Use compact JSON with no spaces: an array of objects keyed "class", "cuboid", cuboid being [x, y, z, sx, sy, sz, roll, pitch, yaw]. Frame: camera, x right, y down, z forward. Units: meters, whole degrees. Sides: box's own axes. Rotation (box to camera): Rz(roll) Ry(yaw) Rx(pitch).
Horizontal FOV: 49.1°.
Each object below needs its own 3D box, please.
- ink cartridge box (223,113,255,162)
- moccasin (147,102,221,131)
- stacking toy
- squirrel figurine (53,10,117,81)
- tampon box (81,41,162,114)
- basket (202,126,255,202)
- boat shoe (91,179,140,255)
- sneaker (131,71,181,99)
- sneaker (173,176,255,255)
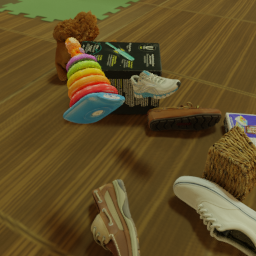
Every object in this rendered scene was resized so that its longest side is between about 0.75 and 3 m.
[{"class":"ink cartridge box","cuboid":[4.366,0.533,8.456,2.522,0.547,2.499,3,41,7]},{"class":"moccasin","cuboid":[1.871,-0.407,9.406,2.433,0.890,0.939,-6,49,7]},{"class":"stacking toy","cuboid":[-0.832,-1.029,5.355,0.994,0.940,1.713,-1,65,-50]},{"class":"squirrel figurine","cuboid":[-1.689,-3.364,11.456,2.382,2.552,1.806,1,33,19]},{"class":"tampon box","cuboid":[-0.306,-1.848,10.236,2.910,1.837,2.181,2,41,2]},{"class":"basket","cuboid":[2.719,1.013,7.042,1.200,1.681,1.253,33,51,32]},{"class":"boat shoe","cuboid":[-0.319,2.284,6.212,0.945,0.997,2.632,-10,33,-7]},{"class":"sneaker","cuboid":[0.637,-1.179,7.345,1.605,0.696,0.602,3,39,46]},{"class":"sneaker","cuboid":[2.096,2.006,6.463,2.556,0.934,0.905,27,43,27]}]
